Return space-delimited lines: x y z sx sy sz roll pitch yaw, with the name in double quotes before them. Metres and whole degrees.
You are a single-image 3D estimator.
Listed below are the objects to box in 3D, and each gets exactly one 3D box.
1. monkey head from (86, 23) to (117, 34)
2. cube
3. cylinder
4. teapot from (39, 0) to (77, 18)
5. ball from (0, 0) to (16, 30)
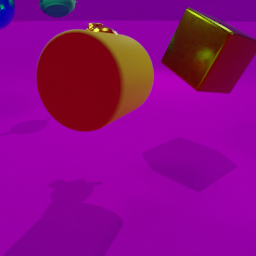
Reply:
"monkey head" -0.545 -1.532 5.395 1.221 0.878 0.736 30 25 -48
"cube" 1.889 -1.739 6.503 1.367 1.367 1.367 -3 40 -41
"cylinder" -0.428 -0.740 4.214 1.329 1.329 1.329 9 18 20
"teapot" -2.114 -3.834 8.396 1.003 0.789 1.612 -12 -7 38
"ball" -3.673 -3.257 7.359 1.342 1.342 1.342 0 23 0
